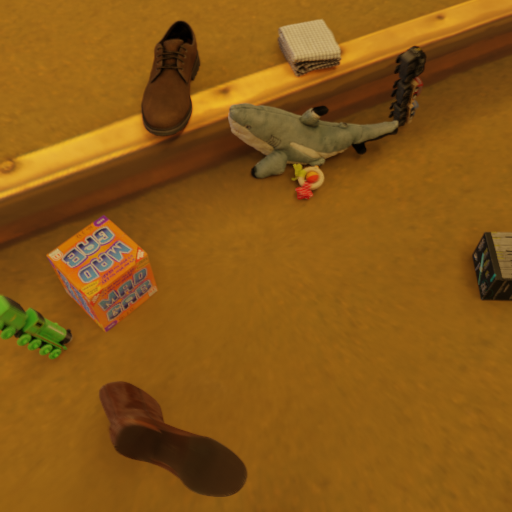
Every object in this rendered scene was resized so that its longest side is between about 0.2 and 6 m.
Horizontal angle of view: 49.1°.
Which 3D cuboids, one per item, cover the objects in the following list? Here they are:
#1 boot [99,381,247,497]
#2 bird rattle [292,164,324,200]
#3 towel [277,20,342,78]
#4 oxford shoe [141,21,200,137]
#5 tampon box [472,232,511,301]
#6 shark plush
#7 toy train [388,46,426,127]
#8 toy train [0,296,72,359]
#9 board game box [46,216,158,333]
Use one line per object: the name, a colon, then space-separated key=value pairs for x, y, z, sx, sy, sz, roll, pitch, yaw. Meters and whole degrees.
boot: x=-1.203 y=2.381 z=7.597 sx=1.882 sy=2.019 sz=0.649 roll=32 pitch=80 yaw=-17
bird rattle: x=1.013 y=-1.485 z=10.941 sx=0.628 sy=0.434 sz=0.770 roll=-20 pitch=55 yaw=2
towel: x=1.249 y=-4.883 z=13.178 sx=1.192 sy=0.616 sz=1.440 roll=-12 pitch=55 yaw=-10
oxford shoe: x=-1.912 y=-3.915 z=12.105 sx=1.135 sy=1.319 sz=3.124 roll=3 pitch=58 yaw=0
tampon box: x=4.226 y=0.185 z=9.684 sx=0.618 sy=0.733 sz=0.978 roll=2 pitch=56 yaw=1
shark plush: x=1.108 y=-2.359 z=11.009 sx=3.269 sy=1.362 sz=1.485 roll=9 pitch=57 yaw=6
toy train: x=2.945 y=-3.243 z=10.893 sx=0.564 sy=2.461 sz=0.420 roll=-38 pitch=72 yaw=-2
toy train: x=-3.304 y=1.068 z=8.220 sx=0.522 sy=1.852 sz=0.386 roll=-45 pitch=64 yaw=-8
board game box: x=-2.528 y=0.302 z=9.349 sx=1.159 sy=1.160 sz=1.159 roll=39 pitch=64 yaw=23
